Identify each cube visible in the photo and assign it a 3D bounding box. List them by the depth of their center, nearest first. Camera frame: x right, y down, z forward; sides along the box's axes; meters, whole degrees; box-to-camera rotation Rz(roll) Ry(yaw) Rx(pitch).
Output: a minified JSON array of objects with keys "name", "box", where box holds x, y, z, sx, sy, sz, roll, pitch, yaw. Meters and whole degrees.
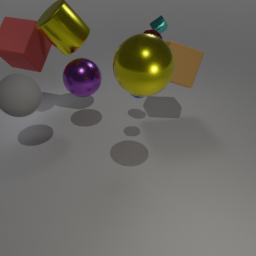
[{"name":"cube","box":[-4.000,-3.166,10.709,1.400,1.400,1.400,13,75,14]},{"name":"cube","box":[1.825,-2.483,10.872,1.400,1.400,1.400,14,13,-15]}]

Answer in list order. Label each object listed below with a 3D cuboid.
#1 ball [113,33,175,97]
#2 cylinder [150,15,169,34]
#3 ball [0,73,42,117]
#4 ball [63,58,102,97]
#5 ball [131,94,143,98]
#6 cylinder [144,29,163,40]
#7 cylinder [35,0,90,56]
[{"name":"ball","box":[0.357,-1.414,6.371,1.400,1.400,1.400,0,32,0]},{"name":"cylinder","box":[1.508,-4.928,13.505,0.700,0.700,0.700,-32,28,17]},{"name":"ball","box":[-3.521,-1.050,9.051,1.400,1.400,1.400,0,32,0]},{"name":"ball","box":[-1.657,-1.821,10.159,1.400,1.400,1.400,0,32,0]},{"name":"ball","box":[0.353,-1.307,9.050,0.700,0.700,0.700,0,32,0]},{"name":"cylinder","box":[0.678,-2.756,9.200,0.700,0.700,0.700,-15,-8,-23]},{"name":"cylinder","box":[-2.325,-3.597,10.078,1.400,1.400,1.400,-26,42,26]}]
